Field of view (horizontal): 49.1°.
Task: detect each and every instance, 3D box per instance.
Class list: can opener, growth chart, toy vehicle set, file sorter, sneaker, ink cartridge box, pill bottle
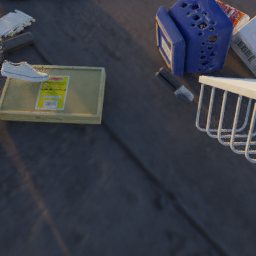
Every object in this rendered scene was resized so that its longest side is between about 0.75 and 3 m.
[{"bbox_3d":[-3.744,-2.429,8.833,1.741,0.464,0.582,-28,97,-16],"label":"can opener"},{"bbox_3d":[-4.019,-3.509,9.537,1.089,0.133,1.505,40,67,19],"label":"growth chart"},{"bbox_3d":[-2.092,-0.995,7.961,2.791,0.370,1.734,3,60,2],"label":"toy vehicle set"},{"bbox_3d":[2.710,-0.284,6.181,1.578,1.416,2.274,0,16,-13],"label":"file sorter"},{"bbox_3d":[-2.771,-1.551,7.621,1.231,0.436,0.449,4,25,-27],"label":"sneaker"},{"bbox_3d":[4.592,-2.515,8.315,2.719,0.776,2.210,-38,86,-16],"label":"ink cartridge box"},{"bbox_3d":[1.284,-1.108,7.654,1.260,0.336,0.421,40,29,-10],"label":"can opener"},{"bbox_3d":[2.904,-3.548,9.090,1.734,0.950,0.950,37,67,19],"label":"pill bottle"}]

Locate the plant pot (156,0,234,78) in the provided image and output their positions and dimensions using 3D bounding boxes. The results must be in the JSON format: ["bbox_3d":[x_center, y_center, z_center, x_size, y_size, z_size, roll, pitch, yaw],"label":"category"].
[{"bbox_3d":[1.786,-2.630,8.144,1.614,1.796,1.796,-20,62,-3],"label":"plant pot"}]
